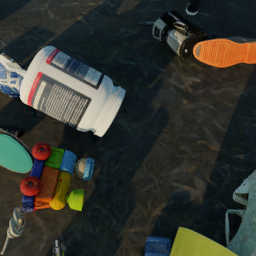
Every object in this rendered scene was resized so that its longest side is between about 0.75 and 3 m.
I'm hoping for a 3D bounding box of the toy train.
[{"bbox_3d":[-1.792,1.745,6.844,1.595,1.167,2.756,11,51,-8],"label":"toy train"}]

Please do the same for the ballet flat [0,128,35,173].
[{"bbox_3d":[-3.561,0.238,7.358,0.888,2.608,0.877,-49,24,3],"label":"ballet flat"}]

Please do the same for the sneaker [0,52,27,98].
[{"bbox_3d":[-3.547,-1.401,9.513,2.853,1.080,1.099,36,86,22],"label":"sneaker"}]

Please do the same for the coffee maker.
[{"bbox_3d":[2.165,-3.744,11.268,1.807,1.267,1.881,-11,49,-38],"label":"coffee maker"}]

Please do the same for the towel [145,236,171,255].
[{"bbox_3d":[0.651,2.987,6.291,0.586,0.255,1.050,5,52,5],"label":"towel"}]

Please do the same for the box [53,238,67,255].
[{"bbox_3d":[-1.451,2.838,6.059,0.197,0.803,0.647,-8,51,-8],"label":"box"}]

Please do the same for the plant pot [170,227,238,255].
[{"bbox_3d":[1.342,3.170,5.431,1.669,1.669,1.783,26,70,20],"label":"plant pot"}]

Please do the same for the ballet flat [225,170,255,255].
[{"bbox_3d":[2.872,1.925,6.777,0.844,0.913,2.706,12,51,22],"label":"ballet flat"}]

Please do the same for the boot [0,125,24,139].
[{"bbox_3d":[-3.819,0.268,8.463,1.064,0.349,0.877,13,54,5],"label":"boot"}]

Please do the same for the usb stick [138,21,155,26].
[{"bbox_3d":[0.943,-4.684,12.549,0.960,0.156,0.266,4,51,3],"label":"usb stick"}]

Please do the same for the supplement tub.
[{"bbox_3d":[-1.557,-1.000,8.058,2.546,1.787,1.787,28,52,-10],"label":"supplement tub"}]

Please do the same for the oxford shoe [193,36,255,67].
[{"bbox_3d":[3.870,-3.010,10.812,2.928,1.044,1.067,1,33,-7],"label":"oxford shoe"}]

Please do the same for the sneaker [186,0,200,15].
[{"bbox_3d":[3.123,-6.064,13.207,0.562,0.861,1.538,12,52,10],"label":"sneaker"}]
